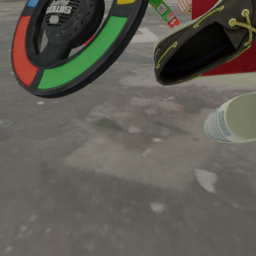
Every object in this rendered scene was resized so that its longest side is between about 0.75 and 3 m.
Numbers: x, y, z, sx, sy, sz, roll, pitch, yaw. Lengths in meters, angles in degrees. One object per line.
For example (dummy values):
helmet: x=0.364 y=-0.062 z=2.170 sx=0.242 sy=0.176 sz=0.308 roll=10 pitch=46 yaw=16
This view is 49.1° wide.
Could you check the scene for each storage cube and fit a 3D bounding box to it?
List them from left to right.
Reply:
storage cube: x=2.784 y=-2.108 z=4.745 sx=2.871 sy=2.581 sz=2.454 roll=-2 pitch=4 yaw=-44

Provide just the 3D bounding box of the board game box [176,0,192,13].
board game box: x=2.423 y=-3.925 z=8.176 sx=1.690 sy=1.280 sz=0.391 roll=-18 pitch=77 yaw=-40

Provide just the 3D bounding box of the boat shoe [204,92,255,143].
boat shoe: x=1.376 y=-0.162 z=2.621 sx=1.457 sy=0.508 sz=0.519 roll=-10 pitch=-4 yaw=-17

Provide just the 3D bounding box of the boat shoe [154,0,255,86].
boat shoe: x=1.301 y=-1.253 z=3.632 sx=2.267 sy=0.808 sz=0.682 roll=-27 pitch=39 yaw=36

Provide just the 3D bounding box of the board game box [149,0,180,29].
board game box: x=0.983 y=-3.837 z=8.849 sx=1.275 sy=0.336 sz=1.666 roll=51 pitch=20 yaw=7

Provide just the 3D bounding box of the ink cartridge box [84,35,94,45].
ink cartridge box: x=-1.602 y=-3.933 z=7.822 sx=0.734 sy=2.930 sz=2.358 roll=-21 pitch=49 yaw=28

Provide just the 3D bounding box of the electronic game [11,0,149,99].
electronic game: x=-0.731 y=-1.489 z=3.670 sx=2.345 sy=2.345 sz=0.488 roll=26 pitch=-2 yaw=38
